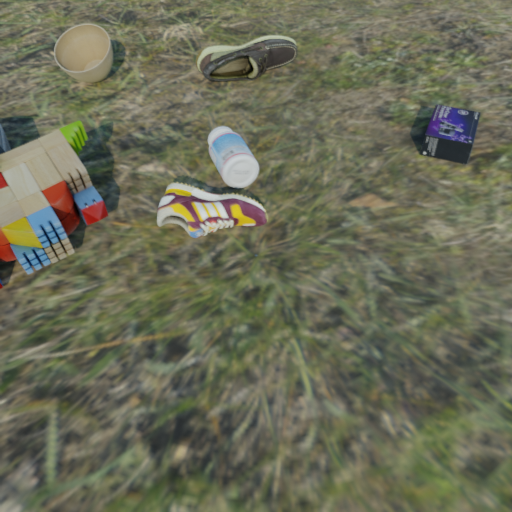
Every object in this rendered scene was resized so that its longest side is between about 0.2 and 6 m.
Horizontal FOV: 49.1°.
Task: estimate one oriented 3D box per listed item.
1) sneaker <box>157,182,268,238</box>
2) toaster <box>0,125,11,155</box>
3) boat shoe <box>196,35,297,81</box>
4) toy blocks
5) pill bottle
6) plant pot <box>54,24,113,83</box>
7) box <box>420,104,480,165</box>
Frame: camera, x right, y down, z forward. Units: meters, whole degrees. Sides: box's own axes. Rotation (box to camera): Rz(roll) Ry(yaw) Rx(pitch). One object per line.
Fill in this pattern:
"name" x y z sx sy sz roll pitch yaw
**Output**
"sneaker" -0.734 -0.610 9.318 1.826 0.684 0.823 12 64 9
"toaster" -5.217 -1.664 9.859 2.314 1.315 1.495 -17 44 -12
"boat shoe" -0.133 -4.597 13.386 2.523 0.924 0.818 -16 57 -11
"toy blocks" -3.632 -0.675 8.753 3.028 1.513 2.070 -29 59 -18
"pill bottle" -0.477 -1.896 10.549 0.704 0.704 1.294 -13 45 -14
"plant pot" -3.920 -4.608 13.164 1.328 0.891 1.328 -2 72 6
"box" 3.935 -2.473 11.313 0.937 0.524 1.328 17 46 14
